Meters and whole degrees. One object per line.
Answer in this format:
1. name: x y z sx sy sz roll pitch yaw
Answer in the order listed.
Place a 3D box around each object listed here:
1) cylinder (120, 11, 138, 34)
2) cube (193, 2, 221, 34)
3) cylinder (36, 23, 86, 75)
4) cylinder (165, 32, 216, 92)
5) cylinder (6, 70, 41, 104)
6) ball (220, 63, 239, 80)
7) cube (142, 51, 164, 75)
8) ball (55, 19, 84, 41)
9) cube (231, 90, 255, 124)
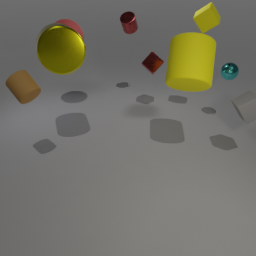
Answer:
1. cylinder: 0.049 -4.753 12.669 0.700 0.700 0.700 -5 66 12
2. cube: 2.950 -4.102 10.441 0.700 0.700 0.700 -24 26 37
3. cylinder: -2.113 -2.492 8.720 1.400 1.400 1.400 -9 25 -14
4. cylinder: 1.927 -1.984 8.648 1.400 1.400 1.400 8 -7 1
5. cylinder: -2.963 -1.158 7.951 0.700 0.700 0.700 50 45 3
6. ball: 4.060 -2.260 11.206 0.700 0.700 0.700 0 31 0
7. cube: 1.083 -2.865 12.393 0.700 0.700 0.700 42 7 -3
8. ball: -2.531 -3.737 11.524 1.400 1.400 1.400 0 31 0
9. cube: 3.933 -0.688 9.146 0.700 0.700 0.700 -31 23 15
